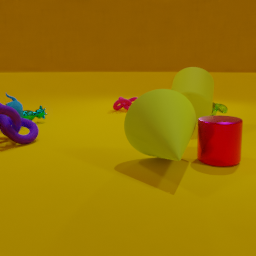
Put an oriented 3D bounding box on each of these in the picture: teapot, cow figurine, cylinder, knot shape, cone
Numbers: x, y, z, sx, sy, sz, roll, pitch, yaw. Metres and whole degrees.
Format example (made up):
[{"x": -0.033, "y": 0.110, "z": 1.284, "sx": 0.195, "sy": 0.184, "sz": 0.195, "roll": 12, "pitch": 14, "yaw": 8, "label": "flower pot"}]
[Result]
[{"x": -3.606, "y": -0.523, "z": 8.705, "sx": 0.583, "sy": 1.190, "sz": 0.740, "roll": -1, "pitch": -5, "yaw": -32, "label": "teapot"}, {"x": -3.280, "y": -0.444, "z": 9.506, "sx": 0.908, "sy": 0.506, "sz": 0.922, "roll": -16, "pitch": 1, "yaw": 7, "label": "cow figurine"}, {"x": 1.970, "y": -0.996, "z": 8.706, "sx": 1.302, "sy": 1.302, "sz": 1.302, "roll": 4, "pitch": 47, "yaw": 17, "label": "cylinder"}, {"x": 0.004, "y": -1.068, "z": 12.353, "sx": 1.128, "sy": 0.557, "sz": 1.205, "roll": 4, "pitch": 13, "yaw": 25, "label": "knot shape"}, {"x": 0.744, "y": 0.216, "z": 5.130, "sx": 1.511, "sy": 1.511, "sz": 1.516, "roll": -1, "pitch": 23, "yaw": -6, "label": "cone"}, {"x": 1.889, "y": 0.240, "z": 5.804, "sx": 0.878, "sy": 0.878, "sz": 0.878, "roll": -2, "pitch": 12, "yaw": 0, "label": "cylinder"}, {"x": -3.153, "y": -0.162, "z": 7.294, "sx": 1.494, "sy": 0.690, "sz": 1.398, "roll": 38, "pitch": -15, "yaw": -37, "label": "knot shape"}]

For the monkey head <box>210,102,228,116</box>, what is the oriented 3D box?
[{"x": 2.770, "y": -0.906, "z": 10.299, "sx": 1.656, "sy": 1.192, "sz": 0.998, "roll": 15, "pitch": 23, "yaw": 33, "label": "monkey head"}]
